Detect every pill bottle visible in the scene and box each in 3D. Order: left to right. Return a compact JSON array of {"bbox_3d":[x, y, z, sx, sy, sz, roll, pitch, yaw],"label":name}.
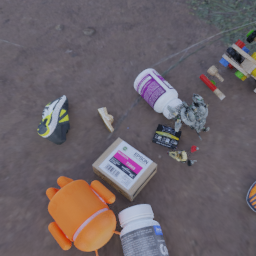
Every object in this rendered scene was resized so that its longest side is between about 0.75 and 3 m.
[{"bbox_3d":[0.431,3.150,7.407,1.142,1.142,2.008,-12,60,-7],"label":"pill bottle"},{"bbox_3d":[1.136,-1.217,10.174,1.038,1.038,1.849,-31,64,-18],"label":"pill bottle"}]

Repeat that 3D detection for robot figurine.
[{"bbox_3d":[-1.283,2.401,7.772,1.671,1.354,2.323,-28,60,-38],"label":"robot figurine"}]

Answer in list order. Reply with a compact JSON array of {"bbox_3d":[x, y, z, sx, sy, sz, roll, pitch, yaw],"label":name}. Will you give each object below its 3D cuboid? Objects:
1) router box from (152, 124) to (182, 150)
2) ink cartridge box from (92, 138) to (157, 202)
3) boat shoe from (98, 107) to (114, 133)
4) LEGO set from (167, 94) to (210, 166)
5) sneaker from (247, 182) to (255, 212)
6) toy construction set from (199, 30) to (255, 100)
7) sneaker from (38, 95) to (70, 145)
[{"bbox_3d":[1.353,0.307,9.703,0.870,0.227,0.684,19,60,12],"label":"router box"},{"bbox_3d":[-0.099,1.279,8.878,1.615,0.607,1.331,34,65,20],"label":"ink cartridge box"},{"bbox_3d":[-0.716,-0.332,9.994,0.382,0.407,1.105,-26,61,-9],"label":"boat shoe"},{"bbox_3d":[2.170,-0.095,9.313,1.727,0.754,2.660,9,70,-24],"label":"LEGO set"},{"bbox_3d":[4.731,1.513,8.228,2.597,1.455,1.007,-26,62,-15],"label":"sneaker"},{"bbox_3d":[4.297,-1.963,10.336,2.646,2.207,2.033,-40,77,1],"label":"toy construction set"},{"bbox_3d":[-2.458,-0.263,9.782,0.841,0.956,2.258,-24,34,22],"label":"sneaker"}]
